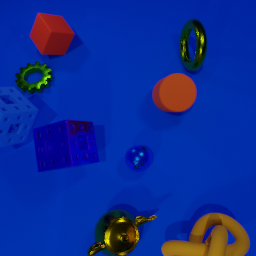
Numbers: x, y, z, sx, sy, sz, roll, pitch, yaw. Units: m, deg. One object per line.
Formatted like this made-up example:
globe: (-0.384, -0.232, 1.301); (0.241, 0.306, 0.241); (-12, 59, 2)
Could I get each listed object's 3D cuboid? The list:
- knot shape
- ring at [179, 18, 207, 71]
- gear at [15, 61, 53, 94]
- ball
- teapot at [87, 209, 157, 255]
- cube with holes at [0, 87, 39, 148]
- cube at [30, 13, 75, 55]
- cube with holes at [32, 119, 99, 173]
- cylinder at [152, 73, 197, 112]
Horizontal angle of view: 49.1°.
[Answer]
knot shape: (1.567, 2.404, 5.556); (1.783, 1.669, 0.824); (-27, 84, 4)
ring: (2.017, -2.586, 8.784); (0.318, 1.592, 1.592); (-7, 62, -11)
gear: (-3.028, -1.631, 9.037); (1.160, 0.215, 1.160); (-1, 61, 2)
ball: (0.277, 0.814, 7.476); (0.731, 0.731, 0.731); (0, 62, 0)
teapot: (-0.150, 2.413, 6.426); (1.751, 0.857, 1.089); (-24, 89, -20)
cube with holes: (-3.283, -0.296, 7.315); (1.110, 1.110, 1.110); (40, 26, 19)
cube: (-2.492, -3.052, 9.190); (0.919, 0.919, 0.919); (-14, 62, -47)
cube with holes: (-1.541, 0.453, 7.037); (1.079, 1.079, 1.079); (-13, 82, 27)
cylinder: (1.288, -0.971, 7.962); (1.033, 1.033, 1.033); (0, 93, -5)
